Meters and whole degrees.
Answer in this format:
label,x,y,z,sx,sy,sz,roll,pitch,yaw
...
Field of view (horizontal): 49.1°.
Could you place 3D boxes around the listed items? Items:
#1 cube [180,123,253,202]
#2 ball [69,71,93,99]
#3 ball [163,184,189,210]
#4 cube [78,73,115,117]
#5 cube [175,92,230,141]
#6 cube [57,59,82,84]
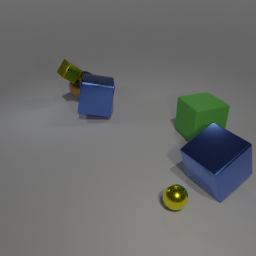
label,x,y,z,sx,sy,sz,roll,pitch,yaw
cube,2.591,0.980,8.189,1.400,1.400,1.400,-37,43,-14
ball,-2.132,-2.033,13.445,1.400,1.400,1.400,0,32,0
ball,1.309,1.897,7.701,0.700,0.700,0.700,0,32,0
cube,-1.372,-1.431,12.144,1.400,1.400,1.400,7,25,-8
cube,2.788,-0.414,10.742,1.400,1.400,1.400,-10,31,-18
cube,-2.623,-2.533,12.554,0.700,0.700,0.700,23,15,-48
